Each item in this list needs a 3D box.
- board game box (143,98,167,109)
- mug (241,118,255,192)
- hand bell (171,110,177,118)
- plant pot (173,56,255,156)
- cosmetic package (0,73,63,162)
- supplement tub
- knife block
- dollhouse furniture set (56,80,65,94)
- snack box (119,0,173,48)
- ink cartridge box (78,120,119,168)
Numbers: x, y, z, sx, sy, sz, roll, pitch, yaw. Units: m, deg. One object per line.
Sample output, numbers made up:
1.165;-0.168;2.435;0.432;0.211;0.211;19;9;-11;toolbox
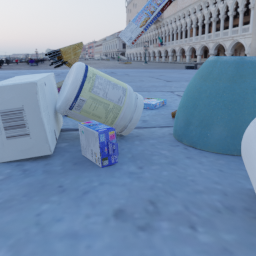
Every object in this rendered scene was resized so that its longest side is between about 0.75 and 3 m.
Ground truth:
0.849;-1.015;11.374;1.028;0.249;1.359;8;17;27;board game box
2.167;0.429;3.180;1.372;1.713;1.406;43;30;0;mug
2.567;-0.650;8.919;2.397;1.248;1.248;-11;13;6;hand bell
2.588;-0.713;6.718;2.900;1.953;2.900;1;14;0;plant pot
-2.197;-0.412;6.322;1.079;1.501;2.659;-8;17;-5;cosmetic package
-0.671;-0.646;6.795;1.819;1.319;1.319;23;5;-23;supplement tub
-2.495;-2.934;10.774;0.474;1.481;1.300;2;-18;44;knife block
-2.324;-0.728;10.045;1.575;1.088;1.668;-20;45;6;dollhouse furniture set
0.619;-3.997;10.275;0.267;2.195;0.789;27;21;-52;snack box
-0.533;0.296;5.266;0.384;0.686;1.005;-14;20;-30;ink cartridge box
